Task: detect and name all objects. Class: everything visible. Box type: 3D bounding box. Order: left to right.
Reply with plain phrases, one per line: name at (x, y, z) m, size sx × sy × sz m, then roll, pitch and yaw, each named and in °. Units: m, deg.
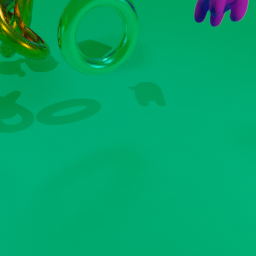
knot shape at (-2.312, -2.165, 5.692) m, size 0.939 × 2.032 × 1.902 m, roll -20°, pitch 1°, yaw -19°
ring at (-0.554, -1.915, 5.708) m, size 1.802 × 1.802 × 0.360 m, roll -21°, pitch 45°, yaw -22°
cow figurine at (2.092, -3.075, 5.711) m, size 0.956 × 1.713 × 1.741 m, roll 8°, pitch 10°, yaw -15°
